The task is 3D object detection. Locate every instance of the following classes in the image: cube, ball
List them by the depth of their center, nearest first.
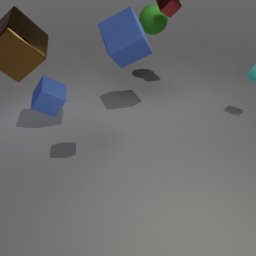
[{"bbox_3d":[-2.132,-0.851,7.568,0.700,0.700,0.700,22,36,-30],"label":"cube"},{"bbox_3d":[-3.542,-2.623,8.890,1.400,1.400,1.400,-32,44,22],"label":"cube"},{"bbox_3d":[-0.083,-3.392,10.683,1.400,1.400,1.400,-23,-16,14],"label":"cube"},{"bbox_3d":[1.766,-5.366,12.085,0.700,0.700,0.700,11,56,-41],"label":"cube"},{"bbox_3d":[1.234,-5.265,13.575,1.400,1.400,1.400,0,32,0],"label":"ball"}]

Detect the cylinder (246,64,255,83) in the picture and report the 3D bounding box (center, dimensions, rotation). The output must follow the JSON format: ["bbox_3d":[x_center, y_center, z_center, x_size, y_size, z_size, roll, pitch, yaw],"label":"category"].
[{"bbox_3d":[5.081,-2.085,10.795,0.700,0.700,0.700,42,46,14],"label":"cylinder"}]
